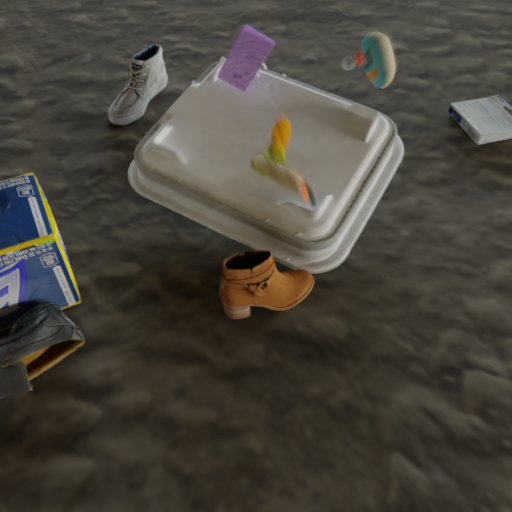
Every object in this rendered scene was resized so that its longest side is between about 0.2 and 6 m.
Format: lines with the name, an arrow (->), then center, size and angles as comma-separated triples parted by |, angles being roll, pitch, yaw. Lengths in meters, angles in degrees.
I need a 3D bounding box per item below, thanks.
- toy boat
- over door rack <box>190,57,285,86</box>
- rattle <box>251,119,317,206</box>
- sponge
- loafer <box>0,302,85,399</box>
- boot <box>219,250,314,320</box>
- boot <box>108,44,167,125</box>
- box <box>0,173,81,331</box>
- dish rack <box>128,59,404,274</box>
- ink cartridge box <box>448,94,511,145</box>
toy boat -> 1.924, -3.333, 9.621 | 0.522, 0.944, 1.124 | -26, 27, -9
over door rack -> -0.399, -3.811, 12.167 | 1.787, 0.595, 1.320 | 23, 52, 19
rattle -> 0.592, -1.342, 8.000 | 0.948, 0.864, 1.327 | -46, 29, -8
sponge -> -0.186, -3.408, 9.728 | 0.575, 1.030, 0.154 | 26, 38, -16
loafer -> -3.279, 1.523, 7.449 | 0.783, 0.788, 2.166 | 32, 57, 19
boot -> 0.179, 0.275, 8.214 | 1.546, 1.200, 0.593 | -14, 51, -12
boot -> -2.544, -3.667, 11.790 | 0.734, 0.954, 1.996 | 15, 51, 13
box -> -5.009, 0.492, 7.734 | 4.635, 1.624, 1.490 | -21, 52, -16
dish rack -> 0.199, -1.947, 9.884 | 4.273, 0.930, 3.667 | 25, 62, 16
ink cartridge box -> 4.782, -2.814, 11.521 | 1.208, 0.245, 1.205 | -13, 50, -11
